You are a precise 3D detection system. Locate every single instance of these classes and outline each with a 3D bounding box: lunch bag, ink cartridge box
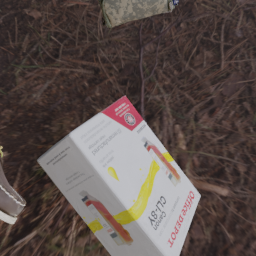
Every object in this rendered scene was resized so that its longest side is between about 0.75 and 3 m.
[{"bbox_3d":[0.122,-3.780,7.418,2.145,1.799,1.495,-13,33,8],"label":"lunch bag"},{"bbox_3d":[0.000,0.950,5.060,2.564,1.069,1.861,53,36,-4],"label":"ink cartridge box"}]

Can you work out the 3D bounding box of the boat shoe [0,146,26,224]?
[{"bbox_3d":[-2.038,0.281,3.557,2.183,0.784,0.650,39,67,12],"label":"boat shoe"}]
